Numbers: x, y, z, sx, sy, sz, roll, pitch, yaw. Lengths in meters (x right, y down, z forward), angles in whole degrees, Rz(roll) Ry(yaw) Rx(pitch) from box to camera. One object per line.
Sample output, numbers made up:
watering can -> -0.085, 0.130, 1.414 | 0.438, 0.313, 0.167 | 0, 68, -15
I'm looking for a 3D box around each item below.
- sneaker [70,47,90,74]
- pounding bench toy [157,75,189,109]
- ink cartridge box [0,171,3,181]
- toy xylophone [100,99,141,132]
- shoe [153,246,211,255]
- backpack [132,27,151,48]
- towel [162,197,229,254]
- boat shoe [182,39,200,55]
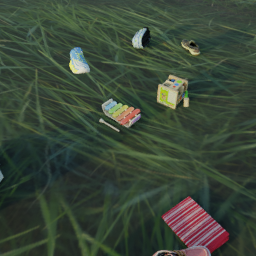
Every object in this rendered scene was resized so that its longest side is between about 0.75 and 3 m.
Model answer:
sneaker -> -1.780, -2.402, 9.894 | 0.584, 0.811, 1.543 | -13, 24, -24
pounding bench toy -> 2.052, -1.415, 11.348 | 1.360, 0.845, 1.060 | 26, 48, 25
ink cartridge box -> -4.710, 1.577, 7.759 | 1.331, 1.337, 1.840 | 9, 44, 9
toy xylophone -> -0.345, -0.473, 10.657 | 1.607, 0.404, 1.177 | 23, 48, 23
shoe -> 1.166, 3.098, 6.435 | 1.697, 0.772, 0.606 | -18, 46, -11
backpack -> 0.735, -4.718, 14.946 | 0.876, 0.930, 1.140 | 0, 49, 13
towel -> 1.788, 2.641, 7.493 | 1.094, 0.170, 1.513 | -27, 48, -23
boat shoe -> 3.350, -4.380, 14.780 | 0.546, 0.503, 1.529 | -13, 45, -14
